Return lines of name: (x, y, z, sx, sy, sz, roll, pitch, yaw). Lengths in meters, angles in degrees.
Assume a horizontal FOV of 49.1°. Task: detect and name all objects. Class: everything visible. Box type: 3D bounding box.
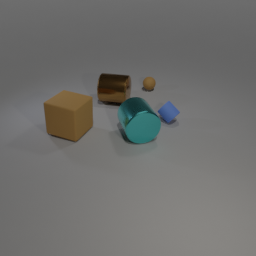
cylinder: (1.764, -0.694, 12.145, 0.700, 0.700, 0.700, 48, 44, 5)
ball: (1.147, -2.421, 15.138, 0.700, 0.700, 0.700, 0, 31, 0)
cube: (-2.348, -0.525, 11.268, 1.400, 1.400, 1.400, 15, 33, 17)
cylinder: (0.413, -0.320, 11.059, 1.400, 1.400, 1.400, -8, 31, -13)
cylinder: (-0.651, -1.931, 13.724, 1.400, 1.400, 1.400, 7, 32, 10)
